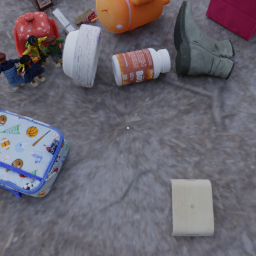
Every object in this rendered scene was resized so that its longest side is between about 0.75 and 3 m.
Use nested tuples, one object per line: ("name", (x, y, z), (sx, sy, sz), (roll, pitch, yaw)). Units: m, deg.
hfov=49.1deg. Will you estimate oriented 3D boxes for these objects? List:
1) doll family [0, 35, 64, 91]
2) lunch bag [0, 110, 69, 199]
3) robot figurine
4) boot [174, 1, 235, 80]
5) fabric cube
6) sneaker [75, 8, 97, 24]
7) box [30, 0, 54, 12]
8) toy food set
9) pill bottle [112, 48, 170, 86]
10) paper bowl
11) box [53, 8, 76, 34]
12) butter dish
("doll family", (-2.978, -2.084, 8.505), (0.917, 1.351, 2.338), (32, 69, 17))
("lunch bag", (-2.910, 0.715, 7.447), (2.467, 0.932, 1.977), (19, 68, 10))
("robot figurine", (0.086, -4.100, 9.250), (2.684, 1.565, 1.931), (-29, 58, -20))
("boot", (2.497, -2.842, 9.239), (1.810, 0.938, 2.771), (3, 71, -5))
("fabric cube", (4.050, -4.465, 9.389), (1.817, 1.823, 1.788), (41, 70, 17))
("sneaker", (-1.485, -3.894, 10.010), (0.815, 0.458, 0.290), (-27, 67, 20))
("box", (-3.548, -5.269, 10.265), (0.700, 0.935, 1.867), (-36, 71, -16))
("toy food set", (1.607, 2.014, 7.149), (1.010, 0.425, 1.408), (1, 73, 0))
("pill bottle", (0.402, -1.923, 8.662), (1.684, 0.945, 0.945), (-13, 65, -6))
("paper bowl", (-1.357, -2.123, 8.240), (0.916, 1.762, 1.762), (9, 65, -5))
("box", (-1.960, -3.291, 9.325), (0.238, 0.900, 1.155), (-37, 71, -1))
("butter dish", (-3.103, -3.278, 9.217), (1.496, 1.109, 1.500), (-14, 65, -8))
